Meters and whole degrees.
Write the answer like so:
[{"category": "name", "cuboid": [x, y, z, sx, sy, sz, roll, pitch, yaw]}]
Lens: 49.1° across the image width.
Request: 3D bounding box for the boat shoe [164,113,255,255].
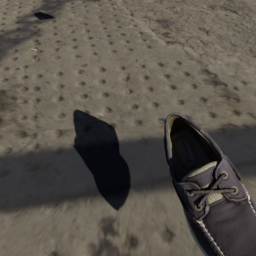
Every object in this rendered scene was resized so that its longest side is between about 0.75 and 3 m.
[{"category": "boat shoe", "cuboid": [1.134, 0.842, 4.087, 1.011, 0.911, 2.811, -26, 43, 7]}]
